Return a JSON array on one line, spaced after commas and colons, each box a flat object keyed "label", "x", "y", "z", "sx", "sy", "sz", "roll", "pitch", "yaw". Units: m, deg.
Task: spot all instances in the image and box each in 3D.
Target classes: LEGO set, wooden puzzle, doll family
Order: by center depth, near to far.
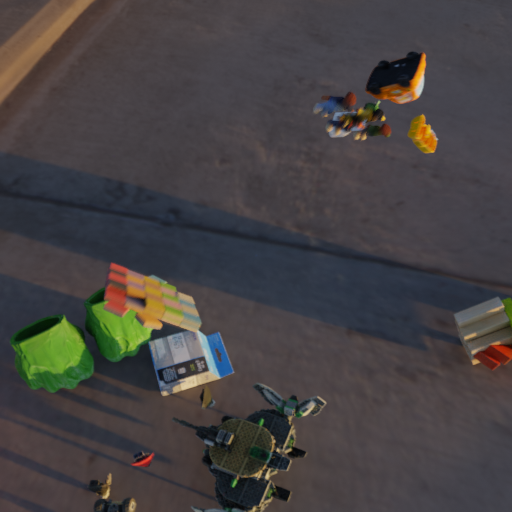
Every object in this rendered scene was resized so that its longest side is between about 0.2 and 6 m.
[{"label": "wooden puzzle", "x": -1.486, "y": 0.575, "z": 7.977, "sx": 1.330, "sy": 0.158, "sz": 2.243, "roll": 22, "pitch": 9, "yaw": -18}, {"label": "LEGO set", "x": -0.598, "y": 3.241, "z": 8.466, "sx": 3.708, "sy": 1.051, "sz": 2.408, "roll": -14, "pitch": 49, "yaw": 5}, {"label": "doll family", "x": 1.703, "y": -2.384, "z": 9.585, "sx": 1.513, "sy": 0.594, "sz": 0.874, "roll": 1, "pitch": 4, "yaw": -30}]

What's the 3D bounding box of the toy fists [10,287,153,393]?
[{"label": "toy fists", "x": -2.890, "y": 1.409, "z": 9.620, "sx": 2.426, "sy": 1.237, "sz": 0.834, "roll": -28, "pitch": 24, "yaw": -22}]

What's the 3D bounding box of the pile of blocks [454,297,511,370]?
[{"label": "pile of blocks", "x": 5.159, "y": 1.265, "z": 9.583, "sx": 3.454, "sy": 1.418, "sz": 1.073, "roll": -9, "pitch": 51, "yaw": -7}]

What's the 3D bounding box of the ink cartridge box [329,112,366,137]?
[{"label": "ink cartridge box", "x": 2.055, "y": -2.908, "z": 12.371, "sx": 0.776, "sy": 0.221, "sz": 0.631, "roll": 7, "pitch": 57, "yaw": 22}]

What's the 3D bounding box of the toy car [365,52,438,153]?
[{"label": "toy car", "x": 2.845, "y": -2.824, "z": 10.955, "sx": 1.297, "sy": 0.880, "sz": 2.643, "roll": -20, "pitch": 48, "yaw": 37}]

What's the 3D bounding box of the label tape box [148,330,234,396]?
[{"label": "label tape box", "x": -1.142, "y": 1.786, "z": 9.797, "sx": 1.286, "sy": 0.425, "sz": 0.921, "roll": -16, "pitch": 52, "yaw": -11}]
